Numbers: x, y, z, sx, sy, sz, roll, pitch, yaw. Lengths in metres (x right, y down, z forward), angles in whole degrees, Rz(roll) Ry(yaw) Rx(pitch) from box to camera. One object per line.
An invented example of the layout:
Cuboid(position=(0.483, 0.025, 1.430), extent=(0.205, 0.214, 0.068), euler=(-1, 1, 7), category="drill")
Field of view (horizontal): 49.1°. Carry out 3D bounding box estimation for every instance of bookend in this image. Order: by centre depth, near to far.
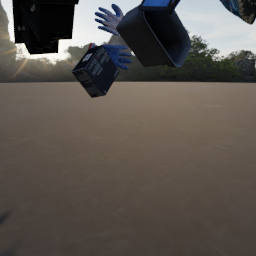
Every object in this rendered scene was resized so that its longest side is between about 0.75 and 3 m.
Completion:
Cuboid(position=(-2.554, -3.094, 8.308), extent=(1.170, 2.541, 2.525), euler=(-13, 50, -29), category="bookend")

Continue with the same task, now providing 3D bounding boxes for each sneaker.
Cuboid(position=(2.450, -3.127, 6.437), extent=(1.179, 1.027, 2.620), euler=(31, 14, 20), category="sneaker")

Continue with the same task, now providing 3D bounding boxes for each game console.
Cuboid(position=(1.007, -3.595, 7.200), extent=(0.832, 1.200, 1.406), euler=(29, 48, -10), category="game console")

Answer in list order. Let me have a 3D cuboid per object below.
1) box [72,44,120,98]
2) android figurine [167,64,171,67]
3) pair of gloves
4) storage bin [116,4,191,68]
Cuboid(position=(-0.773, -1.389, 6.927), extent=(0.497, 0.870, 0.955), euler=(-5, 44, 38), category="box")
Cuboid(position=(2.043, -3.299, 12.024), extent=(0.271, 1.321, 1.202), euler=(33, 7, 21), category="android figurine")
Cuboid(position=(-0.612, -3.827, 12.064), extent=(2.219, 2.760, 0.314), euler=(11, 5, -36), category="pair of gloves")
Cuboid(position=(0.826, -3.186, 9.381), extent=(1.557, 2.318, 1.687), euler=(0, 52, 45), category="storage bin")
